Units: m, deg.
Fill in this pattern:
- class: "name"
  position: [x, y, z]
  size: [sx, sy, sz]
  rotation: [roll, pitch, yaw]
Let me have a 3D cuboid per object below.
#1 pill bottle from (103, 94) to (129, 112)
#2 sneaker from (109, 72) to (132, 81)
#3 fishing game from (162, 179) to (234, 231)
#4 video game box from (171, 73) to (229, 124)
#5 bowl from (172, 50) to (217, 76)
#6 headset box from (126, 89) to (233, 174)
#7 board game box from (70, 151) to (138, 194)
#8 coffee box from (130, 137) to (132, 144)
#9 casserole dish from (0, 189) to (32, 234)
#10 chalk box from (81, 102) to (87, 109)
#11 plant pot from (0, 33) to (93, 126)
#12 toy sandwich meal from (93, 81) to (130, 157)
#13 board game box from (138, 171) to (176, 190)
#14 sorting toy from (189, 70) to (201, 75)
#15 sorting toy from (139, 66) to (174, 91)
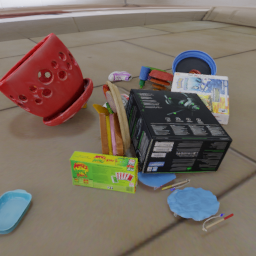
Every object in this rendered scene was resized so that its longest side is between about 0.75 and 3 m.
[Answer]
- class: "pill bottle"
  position: [-0.489, -0.793, 11.074]
  size: [0.752, 0.752, 1.321]
  rotation: [19, 34, 29]
- class: "sneaker"
  position: [-0.350, -2.657, 14.613]
  size: [1.264, 0.458, 0.720]
  rotation: [-20, 39, -31]
- class: "fishing game"
  position: [1.614, 1.896, 6.962]
  size: [1.272, 0.276, 1.776]
  rotation: [-15, 26, -25]
- class: "video game box"
  position: [2.927, -1.311, 11.571]
  size: [2.320, 0.596, 2.546]
  rotation: [5, 45, 13]
- class: "bowl"
  position: [3.287, -2.919, 14.018]
  size: [2.166, 0.425, 2.166]
  rotation: [-1, 66, 2]
- class: "headset box"
  position: [1.321, -0.043, 8.594]
  size: [2.396, 1.277, 2.752]
  rotation: [1, 37, -17]
- class: "board game box"
  position: [-0.630, 1.184, 7.530]
  size: [1.748, 0.888, 0.416]
  rotation: [6, 31, 10]
- class: "coffee box"
  position: [-0.092, 0.058, 9.747]
  size: [0.414, 0.586, 1.037]
  rotation: [-13, 31, -32]
- class: "casserole dish"
  position: [-2.863, 2.025, 6.718]
  size: [0.822, 0.263, 1.358]
  rotation: [5, 31, 8]
- class: "chalk box"
  position: [-2.112, -1.347, 12.126]
  size: [0.667, 0.662, 1.068]
  rotation: [-4, 31, -7]
- class: "plant pot"
  position: [-2.824, -1.554, 9.996]
  size: [2.690, 2.449, 2.690]
  rotation: [-30, 28, 19]
- class: "toy sandwich meal"
  position: [-0.582, -0.159, 8.393]
  size: [0.856, 2.500, 2.500]
  rotation: [-13, 32, -9]
- class: "board game box"
  position: [0.785, 1.418, 7.842]
  size: [1.066, 0.208, 0.842]
  rotation: [-17, 29, -37]
- class: "sorting toy"
  position: [3.227, -1.987, 12.985]
  size: [0.648, 0.949, 1.579]
  rotation: [-22, 56, -28]
- class: "sorting toy"
  position: [1.277, -2.370, 13.802]
  size: [1.522, 1.040, 2.533]
  rotation: [10, 16, -12]
